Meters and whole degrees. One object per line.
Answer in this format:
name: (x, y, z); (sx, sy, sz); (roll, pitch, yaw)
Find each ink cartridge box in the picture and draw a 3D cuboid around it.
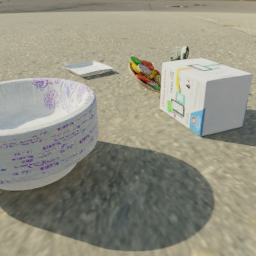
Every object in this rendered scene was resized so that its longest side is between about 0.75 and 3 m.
ink cartridge box: (1.983, -0.936, 7.579); (1.438, 1.445, 1.969); (-11, 28, -21)

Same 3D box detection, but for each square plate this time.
square plate: (-1.753, -2.559, 12.165); (1.664, 0.237, 1.648); (-19, 33, -33)

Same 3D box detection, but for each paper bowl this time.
paper bowl: (-1.987, 0.103, 5.474); (2.828, 1.471, 2.828); (0, 27, 0)

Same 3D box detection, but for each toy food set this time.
toy food set: (0.776, -1.839, 9.781); (1.707, 0.419, 1.724); (-5, 51, -46)

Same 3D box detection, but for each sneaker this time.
sneaker: (1.787, -2.375, 10.154); (0.607, 1.369, 0.527); (23, 41, 19)
